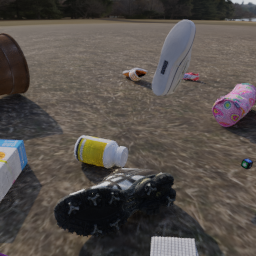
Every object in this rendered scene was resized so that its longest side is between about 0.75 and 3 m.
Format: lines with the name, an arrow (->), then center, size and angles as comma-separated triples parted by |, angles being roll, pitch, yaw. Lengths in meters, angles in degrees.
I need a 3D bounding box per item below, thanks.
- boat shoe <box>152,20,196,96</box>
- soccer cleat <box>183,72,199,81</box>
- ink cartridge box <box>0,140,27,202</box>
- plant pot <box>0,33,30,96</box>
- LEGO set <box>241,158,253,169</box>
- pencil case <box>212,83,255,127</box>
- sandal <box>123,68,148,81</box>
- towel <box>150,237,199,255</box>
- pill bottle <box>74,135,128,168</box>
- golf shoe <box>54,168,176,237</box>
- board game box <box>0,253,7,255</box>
boat shoe -> 1.363, -1.836, 7.660 | 0.713, 2.171, 0.781 | -8, 38, -37
soccer cleat -> 3.609, -3.097, 16.560 | 1.228, 0.469, 0.409 | 14, 29, 26
ink cartridge box -> -3.808, 1.208, 7.315 | 1.411, 0.831, 2.450 | 1, 26, 2
plant pot -> -6.563, -2.552, 12.713 | 2.960, 2.960, 2.930 | 21, 36, 36
LEGO set -> 4.398, 1.410, 7.545 | 2.527, 0.620, 1.888 | 8, 24, -8
pencil case -> 4.438, -1.032, 11.488 | 1.223, 1.223, 2.797 | 18, 30, 33
sandal -> 0.391, -3.047, 16.415 | 0.817, 0.611, 2.134 | 11, -3, -31
towel -> 0.834, 2.516, 5.085 | 0.901, 0.465, 1.088 | 4, 25, 5
pill bottle -> -0.781, 0.727, 8.307 | 1.464, 0.820, 0.820 | 10, 28, 20
golf shoe -> -0.332, 1.598, 6.507 | 2.849, 1.108, 1.346 | -6, 13, -24
board game box -> -2.632, 2.875, 4.572 | 1.120, 0.301, 1.865 | 13, 28, 16
